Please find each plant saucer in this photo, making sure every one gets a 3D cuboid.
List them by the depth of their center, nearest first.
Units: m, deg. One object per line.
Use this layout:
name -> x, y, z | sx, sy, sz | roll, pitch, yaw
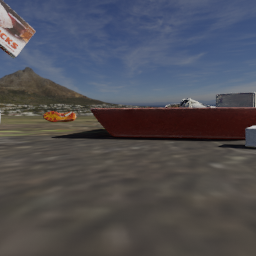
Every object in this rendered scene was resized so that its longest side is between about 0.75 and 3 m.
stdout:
plant saucer -> 1.084, -0.146, 5.844 | 2.971, 0.546, 2.976 | 1, 4, 12

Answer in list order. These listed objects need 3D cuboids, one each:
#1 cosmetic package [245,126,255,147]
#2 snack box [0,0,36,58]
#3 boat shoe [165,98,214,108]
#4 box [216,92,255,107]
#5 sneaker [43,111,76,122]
cosmetic package -> 2.004, 0.122, 3.395 | 1.017, 0.257, 0.420 | 2, 4, 36
snack box -> -3.056, -2.508, 5.782 | 2.232, 0.803, 0.271 | 41, -22, -33
boat shoe -> 2.133, -0.633, 9.860 | 0.817, 0.805, 2.305 | -38, 19, -24
box -> 4.279, -0.662, 10.169 | 1.330, 1.089, 2.801 | 2, 4, 38
sneaker -> -3.281, -0.470, 13.469 | 1.527, 0.557, 0.589 | 3, -20, -14
